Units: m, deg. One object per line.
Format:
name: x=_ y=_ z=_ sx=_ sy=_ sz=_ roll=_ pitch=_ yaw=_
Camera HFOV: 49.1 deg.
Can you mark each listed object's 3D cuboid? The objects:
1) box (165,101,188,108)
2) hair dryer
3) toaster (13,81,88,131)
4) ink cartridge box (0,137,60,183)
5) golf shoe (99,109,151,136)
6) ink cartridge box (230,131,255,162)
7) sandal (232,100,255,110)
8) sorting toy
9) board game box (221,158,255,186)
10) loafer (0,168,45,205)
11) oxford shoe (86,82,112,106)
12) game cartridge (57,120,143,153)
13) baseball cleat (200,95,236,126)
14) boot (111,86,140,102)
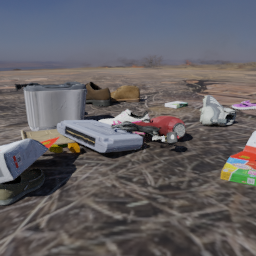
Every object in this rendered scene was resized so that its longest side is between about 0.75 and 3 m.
box: x=2.524 y=-1.209 z=14.536 sx=1.035 sy=0.188 sz=0.747 roll=-15 pitch=21 yaw=-42
hair dryer: x=0.781 y=-0.126 z=8.752 sx=2.053 sy=0.732 sz=2.695 roll=15 pitch=6 yaw=16
toaster: x=-2.702 y=-0.796 z=10.115 sx=2.554 sy=1.649 sz=1.451 roll=-6 pitch=15 yaw=-24
ink cartridge box: x=-2.808 y=0.571 z=6.030 sx=2.015 sy=0.623 sz=2.485 roll=-15 pitch=16 yaw=10
golf shoe: x=-0.142 y=-0.241 z=9.615 sx=1.882 sy=0.867 sz=0.683 roll=2 pitch=15 yaw=12
ink cartridge box: x=4.107 y=0.505 z=7.396 sx=2.320 sy=0.582 sz=1.881 roll=-10 pitch=17 yaw=-42
sandal: x=6.024 y=-1.187 z=13.961 sx=1.774 sy=0.436 sz=0.722 roll=-2 pitch=15 yaw=-8
sorting toy: x=-2.243 y=0.417 z=8.340 sx=1.673 sy=0.301 sz=2.246 roll=-2 pitch=14 yaw=-24
board game box: x=2.572 y=0.968 z=6.352 sx=0.730 sy=0.192 sz=0.955 roll=8 pitch=17 yaw=27
loafer: x=-2.095 y=1.054 z=5.540 sx=0.478 sy=0.443 sz=1.271 roll=4 pitch=16 yaw=16
oxford shoe: x=-2.157 y=-1.935 z=15.294 sx=2.926 sy=1.235 sz=1.063 roll=6 pitch=18 yaw=26
game cartridge: x=-0.804 y=0.197 z=8.327 sx=1.607 sy=0.488 sz=2.410 roll=-7 pitch=18 yaw=-43
baseball cleat: x=3.622 y=-0.636 z=11.384 sx=1.409 sy=0.923 sz=2.647 roll=10 pitch=27 yaw=14
boot: x=-0.560 y=-1.964 z=15.950 sx=2.503 sy=0.944 sz=0.921 roll=-2 pitch=17 yaw=-2
